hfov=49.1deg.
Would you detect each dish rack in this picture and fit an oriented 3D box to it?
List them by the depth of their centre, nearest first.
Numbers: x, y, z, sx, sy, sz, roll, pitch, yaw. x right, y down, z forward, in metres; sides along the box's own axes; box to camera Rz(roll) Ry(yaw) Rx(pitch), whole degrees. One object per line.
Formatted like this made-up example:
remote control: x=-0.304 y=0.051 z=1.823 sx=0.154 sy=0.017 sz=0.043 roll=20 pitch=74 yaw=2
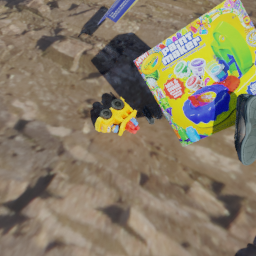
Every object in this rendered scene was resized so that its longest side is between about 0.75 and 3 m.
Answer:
dish rack: x=1.040 y=-0.542 z=9.297 sx=0.974 sy=0.266 sz=0.747 roll=-14 pitch=50 yaw=-15

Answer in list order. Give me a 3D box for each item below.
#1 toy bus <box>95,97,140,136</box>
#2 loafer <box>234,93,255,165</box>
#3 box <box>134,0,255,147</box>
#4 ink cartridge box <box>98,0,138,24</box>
toy bus: x=-0.256 y=-0.172 z=8.670 sx=1.156 sy=0.817 sz=1.204 roll=39 pitch=59 yaw=12
loafer: x=2.162 y=0.013 z=5.100 sx=0.482 sy=1.343 sz=0.422 roll=-12 pitch=24 yaw=-19
box: x=1.788 y=-1.185 z=6.128 sx=2.309 sy=2.224 sz=1.409 roll=-28 pitch=7 yaw=28
ink cartridge box: x=0.190 y=-3.721 z=7.684 sx=0.456 sy=1.918 sz=1.941 roll=40 pitch=64 yaw=-16
